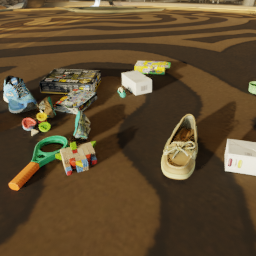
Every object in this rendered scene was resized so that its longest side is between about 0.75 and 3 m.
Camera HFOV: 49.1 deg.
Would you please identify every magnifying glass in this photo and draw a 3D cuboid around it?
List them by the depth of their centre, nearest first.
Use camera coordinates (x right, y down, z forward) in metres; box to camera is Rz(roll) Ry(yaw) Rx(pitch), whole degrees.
[{"bbox_3d":[-2.660,0.948,8.462,1.009,0.284,2.535,6,32,16],"label":"magnifying glass"}]

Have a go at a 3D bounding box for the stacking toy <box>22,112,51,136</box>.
[{"bbox_3d":[-3.343,-0.052,10.327,0.950,0.401,0.860,-22,62,-29],"label":"stacking toy"}]

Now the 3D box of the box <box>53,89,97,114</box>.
[{"bbox_3d":[-2.236,-1.172,12.106,1.191,0.347,1.739,10,31,17],"label":"box"}]

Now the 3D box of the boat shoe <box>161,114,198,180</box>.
[{"bbox_3d":[1.631,0.509,8.625,1.016,0.869,2.772,7,31,13],"label":"boat shoe"}]

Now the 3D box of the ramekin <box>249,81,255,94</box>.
[{"bbox_3d":[6.163,-1.908,13.360,0.783,0.382,0.783,0,30,0],"label":"ramekin"}]

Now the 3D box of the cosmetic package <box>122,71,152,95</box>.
[{"bbox_3d":[0.411,-2.221,13.628,0.915,0.658,1.621,-15,34,-22],"label":"cosmetic package"}]

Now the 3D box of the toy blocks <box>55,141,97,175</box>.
[{"bbox_3d":[-1.437,0.919,8.319,1.263,0.631,0.864,-13,43,-20],"label":"toy blocks"}]

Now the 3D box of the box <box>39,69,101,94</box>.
[{"bbox_3d":[-2.776,-2.310,13.846,2.534,0.625,2.024,3,32,6],"label":"box"}]

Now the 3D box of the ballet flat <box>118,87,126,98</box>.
[{"bbox_3d":[-0.296,-1.730,13.096,0.309,0.323,0.918,-15,31,-7],"label":"ballet flat"}]

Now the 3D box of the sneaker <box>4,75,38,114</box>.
[{"bbox_3d":[-4.679,-1.477,11.747,1.066,1.224,2.721,-22,36,-33],"label":"sneaker"}]

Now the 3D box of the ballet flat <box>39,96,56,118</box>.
[{"bbox_3d":[-3.343,-0.833,11.457,0.557,0.522,1.540,-21,38,-11],"label":"ballet flat"}]

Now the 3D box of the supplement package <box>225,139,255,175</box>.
[{"bbox_3d":[3.479,0.862,8.250,1.123,0.623,0.875,7,30,15],"label":"supplement package"}]

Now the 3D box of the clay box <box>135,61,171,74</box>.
[{"bbox_3d":[1.419,-3.453,15.984,1.945,0.463,1.117,6,30,10],"label":"clay box"}]

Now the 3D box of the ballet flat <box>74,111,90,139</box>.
[{"bbox_3d":[-1.632,-0.078,10.126,0.609,0.609,1.640,-2,32,-4],"label":"ballet flat"}]
